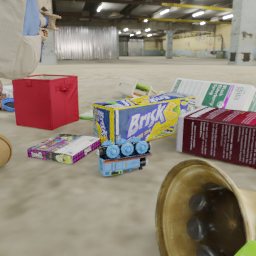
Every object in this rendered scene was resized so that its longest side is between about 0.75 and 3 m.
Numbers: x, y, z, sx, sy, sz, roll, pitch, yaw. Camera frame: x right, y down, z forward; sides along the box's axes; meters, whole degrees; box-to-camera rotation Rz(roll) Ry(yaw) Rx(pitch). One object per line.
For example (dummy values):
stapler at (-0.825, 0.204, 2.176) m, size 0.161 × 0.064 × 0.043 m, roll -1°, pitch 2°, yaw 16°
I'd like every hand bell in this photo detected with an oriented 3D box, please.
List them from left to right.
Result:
hand bell at (1.726, 1.091, 3.241) m, size 2.549 × 1.327 × 1.327 m, roll 7°, pitch 11°, yaw -27°

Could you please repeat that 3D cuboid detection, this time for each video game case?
video game case at (-1.438, 0.445, 6.511) m, size 1.178 × 0.233 × 1.300 m, roll 6°, pitch 17°, yaw 20°

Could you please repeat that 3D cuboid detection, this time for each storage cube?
storage cube at (-2.556, -0.879, 8.887) m, size 1.693 × 1.522 × 1.447 m, roll 8°, pitch 17°, yaw 24°

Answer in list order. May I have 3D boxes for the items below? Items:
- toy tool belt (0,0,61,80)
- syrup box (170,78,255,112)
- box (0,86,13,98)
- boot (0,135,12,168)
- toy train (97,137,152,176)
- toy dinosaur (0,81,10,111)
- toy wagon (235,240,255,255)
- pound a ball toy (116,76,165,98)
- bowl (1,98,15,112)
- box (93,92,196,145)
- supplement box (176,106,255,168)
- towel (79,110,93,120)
toy tool belt at (-2.028, -2.114, 5.205) m, size 1.475 × 2.363 × 1.452 m, roll 13°, pitch 19°, yaw -5°
syrup box at (2.572, -0.751, 8.592) m, size 1.105 × 1.068 × 2.713 m, roll 28°, pitch -6°, yaw -40°
box at (-6.186, -1.564, 13.101) m, size 2.197 × 0.580 × 2.818 m, roll 0°, pitch 16°, yaw -1°
boot at (-2.770, 0.853, 4.055) m, size 2.343 × 0.885 × 2.675 m, roll 2°, pitch 20°, yaw -31°
toy train at (-0.063, 0.547, 5.409) m, size 1.099 × 0.628 × 0.476 m, roll -6°, pitch 14°, yaw -20°
toy dinosaur at (-5.382, -1.494, 11.325) m, size 1.315 × 1.941 × 0.833 m, roll -1°, pitch -15°, yaw -12°
toy wagon at (1.371, 1.417, 1.603) m, size 2.297 × 0.454 × 1.782 m, roll -15°, pitch 46°, yaw -41°
pound a ball toy at (0.506, -1.646, 13.200) m, size 1.483 × 0.966 × 2.274 m, roll 21°, pitch 5°, yaw -28°
bowl at (-4.427, -0.897, 10.938) m, size 0.950 × 0.186 × 0.950 m, roll 14°, pitch 26°, yaw -7°
box at (0.534, -0.301, 7.656) m, size 2.993 × 1.049 × 0.962 m, roll -12°, pitch 20°, yaw -37°
supplement box at (2.742, 0.193, 6.167) m, size 2.941 × 0.895 × 1.601 m, roll 10°, pitch 18°, yaw 34°
towel at (-1.218, -0.451, 9.974) m, size 0.813 × 0.167 × 1.090 m, roll 5°, pitch 18°, yaw 24°
